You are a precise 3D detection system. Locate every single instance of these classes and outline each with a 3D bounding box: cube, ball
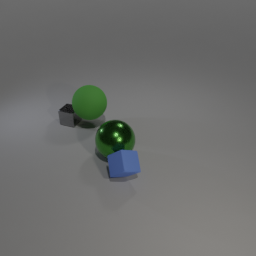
[{"bbox_3d":[-0.128,1.123,8.771,0.700,0.700,0.700,8,65,-43],"label":"cube"},{"bbox_3d":[-1.540,-1.020,11.241,1.400,1.400,1.400,0,32,0],"label":"ball"},{"bbox_3d":[-0.441,0.408,9.720,1.400,1.400,1.400,0,32,0],"label":"ball"},{"bbox_3d":[-2.441,-0.537,11.867,0.700,0.700,0.700,12,34,18],"label":"cube"}]
